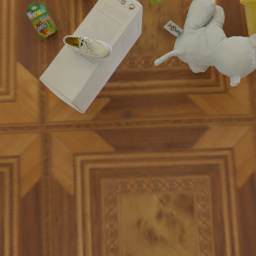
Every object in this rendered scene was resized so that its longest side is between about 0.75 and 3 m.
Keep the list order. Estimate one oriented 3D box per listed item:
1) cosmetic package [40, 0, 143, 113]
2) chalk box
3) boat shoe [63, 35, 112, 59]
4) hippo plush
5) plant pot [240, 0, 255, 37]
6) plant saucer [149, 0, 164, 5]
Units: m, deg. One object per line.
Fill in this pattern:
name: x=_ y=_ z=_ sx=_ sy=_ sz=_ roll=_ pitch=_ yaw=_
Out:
cosmetic package: x=-0.843 y=-1.928 z=7.269 sx=1.085 sy=1.490 sz=2.930 roll=36 pitch=84 yaw=6
chalk box: x=-2.388 y=-2.987 z=7.631 sx=0.530 sy=0.849 sz=0.526 roll=-31 pitch=59 yaw=-4
boat shoe: x=-0.927 y=-1.825 z=6.122 sx=1.150 sy=0.490 sz=0.425 roll=22 pitch=97 yaw=21
hippo plush: x=2.216 y=-2.076 z=6.645 sx=1.883 sy=2.341 sz=1.865 roll=26 pitch=110 yaw=34
plant pot: x=3.896 y=-2.950 z=7.146 sx=1.990 sy=1.990 sz=1.872 roll=-6 pitch=112 yaw=-1
plant saucer: x=1.234 y=-4.122 z=6.944 sx=1.845 sy=1.842 sz=0.442 roll=-27 pitch=57 yaw=6
